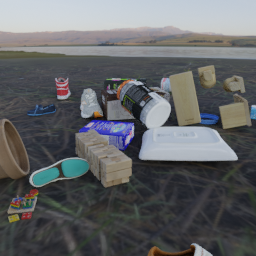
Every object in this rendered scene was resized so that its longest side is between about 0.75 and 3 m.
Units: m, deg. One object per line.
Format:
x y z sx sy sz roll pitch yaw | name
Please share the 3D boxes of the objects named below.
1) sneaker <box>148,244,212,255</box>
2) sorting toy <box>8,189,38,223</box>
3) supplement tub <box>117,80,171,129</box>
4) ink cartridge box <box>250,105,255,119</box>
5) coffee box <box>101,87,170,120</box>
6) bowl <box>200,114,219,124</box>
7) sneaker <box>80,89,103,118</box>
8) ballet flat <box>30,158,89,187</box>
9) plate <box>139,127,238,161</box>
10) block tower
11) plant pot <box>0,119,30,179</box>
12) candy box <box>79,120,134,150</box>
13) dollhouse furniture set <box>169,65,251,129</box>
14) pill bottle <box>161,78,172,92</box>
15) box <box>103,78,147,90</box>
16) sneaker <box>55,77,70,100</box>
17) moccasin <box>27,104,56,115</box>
1.196 2.081 3.694 2.065 0.874 0.752 5 17 11 | sneaker
-2.305 1.636 6.101 0.524 0.184 1.087 -3 19 -8 | sorting toy
0.534 -0.964 10.727 1.261 1.261 2.058 -14 42 -35 | supplement tub
6.243 -0.646 12.504 1.404 0.468 0.813 8 20 24 | ink cartridge box
0.284 -1.176 13.022 2.869 1.145 1.622 -5 19 -14 | coffee box
3.390 -0.394 12.175 1.044 0.205 1.044 0 19 0 | bowl
-1.806 -1.208 13.112 0.954 1.159 2.520 -7 20 -18 | sneaker
-1.798 1.114 7.284 1.575 0.547 0.547 -14 23 -34 | ballet flat
1.801 0.393 9.073 2.770 0.448 2.764 0 14 6 | plate
-0.805 0.770 7.873 0.748 0.698 2.586 -9 20 -24 | block tower
-3.484 0.705 7.145 1.376 1.578 1.578 -20 22 -7 | plant pot
-0.705 0.212 9.702 1.587 0.611 1.342 6 19 13 | candy box
3.410 -1.321 12.006 2.726 2.593 2.221 -11 11 14 | dollhouse furniture set
3.021 -2.762 18.198 1.640 0.892 0.892 8 20 22 | pill bottle
-0.125 -1.855 14.760 2.173 1.351 1.614 2 18 4 | box
-3.928 -2.527 16.943 0.783 1.237 2.199 -3 19 -10 | sneaker
-4.139 -0.911 13.320 1.346 0.459 0.541 -16 24 -40 | moccasin
